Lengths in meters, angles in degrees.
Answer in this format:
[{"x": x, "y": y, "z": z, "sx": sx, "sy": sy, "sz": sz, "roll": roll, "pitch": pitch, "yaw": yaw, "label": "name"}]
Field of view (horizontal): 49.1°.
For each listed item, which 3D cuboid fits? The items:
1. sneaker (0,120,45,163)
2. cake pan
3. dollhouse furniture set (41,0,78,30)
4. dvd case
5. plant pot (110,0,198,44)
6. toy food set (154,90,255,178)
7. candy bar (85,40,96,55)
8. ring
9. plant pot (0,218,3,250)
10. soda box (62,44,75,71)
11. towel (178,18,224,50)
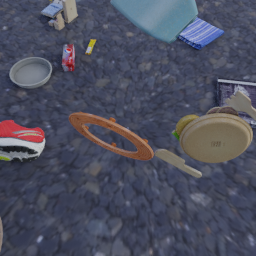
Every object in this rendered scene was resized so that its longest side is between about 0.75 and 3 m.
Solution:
[{"x": -3.673, "y": 0.251, "z": 7.863, "sx": 2.690, "sy": 1.036, "sz": 1.142, "roll": 10, "pitch": 46, "yaw": -4, "label": "sneaker"}, {"x": -3.355, "y": -1.904, "z": 9.759, "sx": 1.438, "sy": 0.264, "sz": 1.438, "roll": 0, "pitch": 53, "yaw": 0, "label": "cake pan"}, {"x": -3.086, "y": -5.048, "z": 11.625, "sx": 1.511, "sy": 0.986, "sz": 1.427, "roll": 25, "pitch": 57, "yaw": 18, "label": "dollhouse furniture set"}, {"x": 3.647, "y": -0.840, "z": 9.043, "sx": 1.458, "sy": 0.157, "sz": 1.961, "roll": 7, "pitch": 54, "yaw": 5, "label": "dvd case"}, {"x": 0.802, "y": -2.921, "z": 6.743, "sx": 1.595, "sy": 1.562, "sz": 1.566, "roll": 47, "pitch": 19, "yaw": -3, "label": "plant pot"}, {"x": 1.593, "y": 0.131, "z": 5.244, "sx": 1.402, "sy": 2.031, "sz": 0.408, "roll": 31, "pitch": 41, "yaw": -22, "label": "toy food set"}, {"x": -1.431, "y": -3.136, "z": 10.767, "sx": 0.229, "sy": 0.102, "sz": 0.918, "roll": 8, "pitch": 54, "yaw": 6, "label": "candy bar"}, {"x": -0.303, "y": 0.150, "z": 5.246, "sx": 1.719, "sy": 1.719, "sz": 0.165, "roll": 21, "pitch": 70, "yaw": 15, "label": "ring"}, {"x": -4.297, "y": 2.392, "z": 5.456, "sx": 2.425, "sy": 2.450, "sz": 2.450, "roll": 8, "pitch": 54, "yaw": 16, "label": "plant pot"}, {"x": -2.157, "y": -2.559, "z": 10.187, "sx": 0.385, "sy": 0.348, "sz": 1.099, "roll": -4, "pitch": 55, "yaw": -2, "label": "soda box"}, {"x": 2.573, "y": -4.063, "z": 11.352, "sx": 1.610, "sy": 0.265, "sz": 2.224, "roll": -35, "pitch": 61, "yaw": -24, "label": "towel"}]
